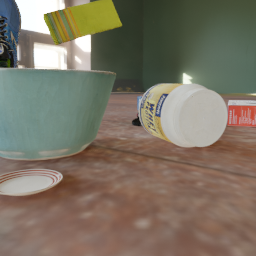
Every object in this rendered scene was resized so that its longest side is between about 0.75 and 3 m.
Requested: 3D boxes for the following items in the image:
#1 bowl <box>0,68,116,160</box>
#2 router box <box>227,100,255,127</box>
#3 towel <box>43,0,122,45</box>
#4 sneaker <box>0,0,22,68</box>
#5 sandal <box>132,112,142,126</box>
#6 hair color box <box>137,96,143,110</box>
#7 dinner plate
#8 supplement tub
[{"bbox_3d":[-1.722,-0.321,5.526,2.975,1.556,2.975,1,9,0],"label":"bowl"},{"bbox_3d":[4.775,-0.528,9.666,2.522,0.686,2.810,3,9,19],"label":"router box"},{"bbox_3d":[-1.696,-4.085,10.709,2.820,1.214,0.255,-23,2,-20],"label":"towel"},{"bbox_3d":[-3.784,-2.672,8.430,1.162,2.960,1.319,-4,29,-17],"label":"sneaker"},{"bbox_3d":[0.561,-0.377,9.705,0.646,0.388,1.721,2,9,15],"label":"sandal"},{"bbox_3d":[1.643,-1.163,13.576,1.253,0.758,2.505,-6,10,-32],"label":"hair color box"},{"bbox_3d":[-1.319,0.710,3.622,0.930,0.113,0.930,1,8,0],"label":"dinner plate"},{"bbox_3d":[1.143,-0.317,6.206,1.334,1.334,1.847,-3,9,-20],"label":"supplement tub"}]
